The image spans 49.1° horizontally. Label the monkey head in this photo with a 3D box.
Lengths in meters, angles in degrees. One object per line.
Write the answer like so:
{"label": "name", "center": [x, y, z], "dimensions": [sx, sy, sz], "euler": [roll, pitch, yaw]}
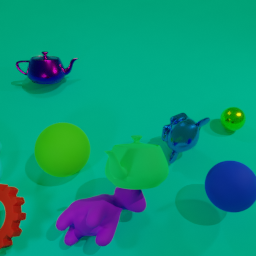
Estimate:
{"label": "monkey head", "center": [1.498, 0.200, 7.415], "dimensions": [1.534, 1.104, 0.924], "euler": [-52, 53, 13]}

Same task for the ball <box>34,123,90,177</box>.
{"label": "ball", "center": [-1.603, 0.534, 6.904], "dimensions": [1.339, 1.339, 1.339], "euler": [0, 46, 0]}

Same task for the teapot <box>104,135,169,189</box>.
{"label": "teapot", "center": [0.138, 0.642, 5.525], "dimensions": [1.269, 0.999, 2.040], "euler": [1, 2, 31]}

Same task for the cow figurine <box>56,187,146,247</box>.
{"label": "cow figurine", "center": [-0.497, 1.702, 6.063], "dimensions": [1.721, 0.945, 1.694], "euler": [-12, 20, 24]}

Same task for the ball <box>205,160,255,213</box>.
{"label": "ball", "center": [2.196, 1.237, 5.971], "dimensions": [1.087, 1.087, 1.087], "euler": [0, 46, 0]}

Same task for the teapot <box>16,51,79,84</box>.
{"label": "teapot", "center": [-2.695, -2.060, 9.446], "dimensions": [2.072, 1.014, 1.288], "euler": [-2, 23, -9]}

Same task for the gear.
{"label": "gear", "center": [-2.581, 1.751, 5.547], "dimensions": [1.237, 0.229, 1.237], "euler": [-7, 72, 23]}

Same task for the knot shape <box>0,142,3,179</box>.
{"label": "knot shape", "center": [-3.540, 0.688, 6.659], "dimensions": [1.430, 0.661, 1.338], "euler": [-13, 58, 11]}

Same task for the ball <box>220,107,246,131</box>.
{"label": "ball", "center": [3.040, -0.266, 8.121], "dimensions": [0.704, 0.704, 0.704], "euler": [0, 46, 0]}
